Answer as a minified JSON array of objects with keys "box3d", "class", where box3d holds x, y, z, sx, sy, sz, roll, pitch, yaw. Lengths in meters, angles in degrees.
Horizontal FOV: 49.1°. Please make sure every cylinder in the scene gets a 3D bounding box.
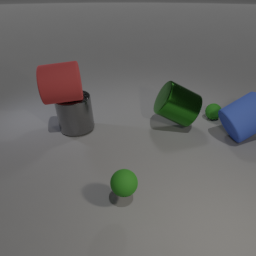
[{"box3d":[-2.409,-1.615,10.037,1.400,1.400,1.400,-9,28,-5],"class":"cylinder"},{"box3d":[4.303,-0.397,10.299,1.400,1.400,1.400,-30,30,4],"class":"cylinder"},{"box3d":[-2.108,-0.607,11.103,1.400,1.400,1.400,-3,30,2],"class":"cylinder"},{"box3d":[1.938,-0.935,10.979,1.400,1.400,1.400,24,24,-14],"class":"cylinder"}]

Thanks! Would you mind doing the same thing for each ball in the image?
[{"box3d":[-0.100,1.384,7.059,0.700,0.700,0.700,0,28,0],"class":"ball"},{"box3d":[3.706,-0.717,12.138,0.700,0.700,0.700,0,28,0],"class":"ball"}]
